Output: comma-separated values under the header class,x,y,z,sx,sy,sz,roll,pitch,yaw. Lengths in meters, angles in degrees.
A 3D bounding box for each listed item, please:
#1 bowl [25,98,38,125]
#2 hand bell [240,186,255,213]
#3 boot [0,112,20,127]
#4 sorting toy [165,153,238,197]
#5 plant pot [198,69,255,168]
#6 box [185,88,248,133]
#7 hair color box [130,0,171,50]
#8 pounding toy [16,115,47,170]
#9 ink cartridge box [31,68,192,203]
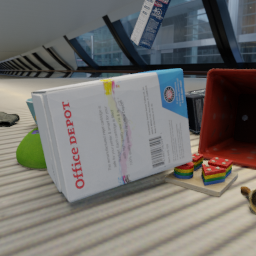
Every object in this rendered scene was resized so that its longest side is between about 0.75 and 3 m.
class,x,y,z,sx,sy,sz,roll,pitch,yaw
bowl,-3.124,-0.674,11.887,2.229,1.166,2.229,-1,13,0
hand bell,2.400,1.284,5.445,0.514,0.514,0.987,0,1,0
boot,-5.550,-0.356,12.148,1.446,0.490,0.945,1,19,12
sorting toy,1.704,0.979,6.419,1.279,0.445,1.271,10,16,36
plant pot,3.670,-0.261,7.968,2.462,2.460,2.170,9,6,34
box,3.241,-0.842,11.313,2.194,1.383,2.232,-10,12,-10
hair color box,0.707,-3.458,8.896,0.511,1.689,0.845,11,27,-25
pounding toy,-1.931,-0.036,7.991,2.150,1.293,2.786,7,25,29
ink cartridge box,-0.416,-0.047,6.255,2.846,2.088,2.078,-14,13,-24
